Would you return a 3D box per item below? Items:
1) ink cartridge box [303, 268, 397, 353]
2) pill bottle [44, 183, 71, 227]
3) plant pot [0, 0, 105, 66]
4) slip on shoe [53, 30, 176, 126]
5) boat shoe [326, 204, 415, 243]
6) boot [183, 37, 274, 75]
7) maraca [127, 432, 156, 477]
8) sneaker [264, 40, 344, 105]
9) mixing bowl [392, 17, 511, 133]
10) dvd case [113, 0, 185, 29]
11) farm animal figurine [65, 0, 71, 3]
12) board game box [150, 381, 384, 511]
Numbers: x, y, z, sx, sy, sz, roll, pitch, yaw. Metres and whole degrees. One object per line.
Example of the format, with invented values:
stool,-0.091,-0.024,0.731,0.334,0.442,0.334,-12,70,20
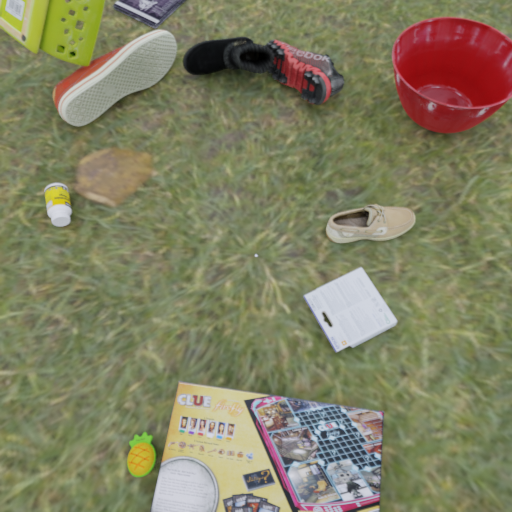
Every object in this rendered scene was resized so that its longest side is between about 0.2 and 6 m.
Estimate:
ink cartridge box,1.697,0.997,10.237,1.265,0.274,1.242,-25,64,-7
pill bottle,-3.960,-1.015,11.226,0.455,0.455,0.809,-15,63,-8
plant pot,-4.276,-5.009,11.436,1.649,1.641,1.496,39,31,25
slip on shoe,-3.167,-4.139,12.580,3.223,1.194,0.986,-40,60,-16
boat shoe,2.278,-0.686,10.970,1.805,0.586,0.651,-8,62,-4
boot,-0.647,-4.432,12.604,1.850,0.696,1.383,-21,38,-9
maraca,-1.848,3.197,9.009,0.485,0.378,0.707,-16,50,4
sneaker,1.114,-4.274,12.814,1.126,0.815,2.305,-24,54,-29
mixing bowl,4.140,-3.648,12.061,2.705,1.465,2.705,0,59,0
dvd case,-2.574,-6.694,14.472,1.378,0.148,1.853,30,66,15
farm animal figurine,-5.550,-6.273,13.798,2.111,1.101,2.088,22,51,18
board game box,0.220,3.371,8.774,3.377,0.584,2.288,8,62,5
